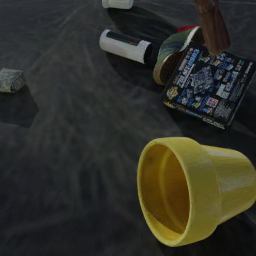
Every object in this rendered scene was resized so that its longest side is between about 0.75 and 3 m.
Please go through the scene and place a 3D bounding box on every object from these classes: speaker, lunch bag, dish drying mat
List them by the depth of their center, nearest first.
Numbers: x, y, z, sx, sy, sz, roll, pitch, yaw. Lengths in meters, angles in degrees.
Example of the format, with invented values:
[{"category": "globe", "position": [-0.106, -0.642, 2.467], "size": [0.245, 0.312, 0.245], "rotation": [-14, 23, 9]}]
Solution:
[{"category": "lunch bag", "position": [-4.025, -1.515, 9.360], "size": [0.796, 0.571, 0.971], "rotation": [11, 43, 10]}, {"category": "speaker", "position": [-0.059, -3.113, 10.719], "size": [1.987, 0.807, 0.807], "rotation": [24, 51, 21]}, {"category": "dish drying mat", "position": [2.752, -3.294, 11.244], "size": [1.142, 0.271, 2.973], "rotation": [0, 46, -1]}]

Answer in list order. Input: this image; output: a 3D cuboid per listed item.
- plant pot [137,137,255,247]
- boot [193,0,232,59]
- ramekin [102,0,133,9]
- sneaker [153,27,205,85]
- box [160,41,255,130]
[{"category": "plant pot", "position": [1.512, 1.216, 5.909], "size": [1.979, 2.103, 2.103], "rotation": [-2, 44, -24]}, {"category": "boot", "position": [1.942, -2.773, 7.000], "size": [0.737, 2.295, 2.139], "rotation": [0, 25, 40]}, {"category": "ramekin", "position": [-0.292, -7.026, 13.173], "size": [1.349, 2.767, 2.767], "rotation": [10, 47, 0]}, {"category": "sneaker", "position": [1.601, -2.613, 10.260], "size": [1.299, 0.970, 2.893], "rotation": [14, 56, 48]}, {"category": "box", "position": [2.455, -1.359, 8.585], "size": [2.211, 0.553, 2.227], "rotation": [25, 80, 23]}]
